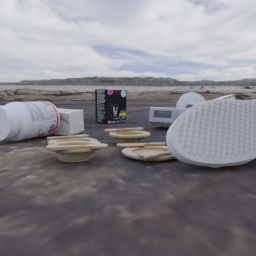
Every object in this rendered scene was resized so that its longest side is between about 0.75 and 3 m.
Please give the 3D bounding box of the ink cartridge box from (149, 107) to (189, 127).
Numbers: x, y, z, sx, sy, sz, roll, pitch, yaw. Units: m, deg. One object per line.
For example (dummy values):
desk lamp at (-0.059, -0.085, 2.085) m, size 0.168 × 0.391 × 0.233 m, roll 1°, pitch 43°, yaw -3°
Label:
ink cartridge box at (1.703, -0.142, 8.648) m, size 1.700 × 0.597 × 2.092 m, roll 3°, pitch -15°, yaw 18°

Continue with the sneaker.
sneaker at (1.686, 0.143, 4.476) m, size 2.717 × 1.004 × 1.113 m, roll -10°, pitch -23°, yaw -24°

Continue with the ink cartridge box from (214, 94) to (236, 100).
ink cartridge box at (3.115, -0.757, 10.491) m, size 1.679 × 0.498 × 0.872 m, roll -19°, pitch 3°, yaw -10°

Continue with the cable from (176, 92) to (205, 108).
cable at (2.187, -0.662, 9.611) m, size 1.103 × 1.103 × 0.382 m, roll 5°, pitch 31°, yaw 34°

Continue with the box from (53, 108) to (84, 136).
box at (-2.081, -0.202, 7.398) m, size 1.751 × 0.599 × 0.719 m, roll 4°, pitch 12°, yaw 22°

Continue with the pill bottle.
pill bottle at (-2.304, -0.160, 6.265) m, size 0.843 × 0.843 × 1.488 m, roll 3°, pitch 7°, yaw 25°

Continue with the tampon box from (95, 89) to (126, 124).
tampon box at (-0.625, -0.801, 10.221) m, size 0.907 × 1.210 × 0.764 m, roll -6°, pitch 9°, yaw -43°

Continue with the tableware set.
tableware set at (-0.358, 0.257, 5.052) m, size 2.156 × 0.299 × 2.581 m, roll -2°, pitch 7°, yaw -16°
